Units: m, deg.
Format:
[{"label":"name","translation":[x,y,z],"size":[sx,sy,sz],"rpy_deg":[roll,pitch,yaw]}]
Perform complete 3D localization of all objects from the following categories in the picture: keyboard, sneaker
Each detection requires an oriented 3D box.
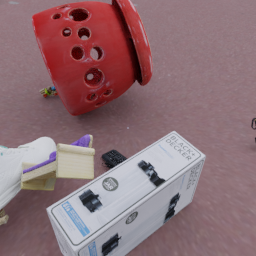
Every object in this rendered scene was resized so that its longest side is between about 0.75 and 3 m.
[{"label":"keyboard","translation":[-0.139,0.901,6.840],"size":[1.226,0.243,0.638],"rpy_deg":[33,45,32]},{"label":"sneaker","translation":[-2.426,0.697,5.873],"size":[0.887,1.043,2.356],"rpy_deg":[-7,28,30]}]

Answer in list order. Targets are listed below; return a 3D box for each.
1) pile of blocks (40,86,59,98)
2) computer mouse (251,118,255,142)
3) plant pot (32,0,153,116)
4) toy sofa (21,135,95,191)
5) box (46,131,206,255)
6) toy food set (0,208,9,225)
[{"label":"pile of blocks","translation":[-2.446,-1.186,9.164],"size":[0.849,0.349,0.264],"rpy_deg":[-14,65,-5]},{"label":"computer mouse","translation":[3.398,0.151,7.274],"size":[0.258,0.880,0.150],"rpy_deg":[-25,13,-16]},{"label":"plant pot","translation":[-0.871,-2.118,7.898],"size":[2.685,2.949,2.949],"rpy_deg":[-20,43,-1]},{"label":"toy sofa","translation":[-1.360,0.655,5.230],"size":[0.703,1.699,0.829],"rpy_deg":[12,66,-38]},{"label":"box","translation":[0.084,1.415,5.190],"size":[2.814,1.641,0.846],"rpy_deg":[-28,51,-29]},{"label":"toy food set","translation":[-3.019,1.860,5.399],"size":[1.425,0.224,0.906],"rpy_deg":[-25,17,-12]}]
